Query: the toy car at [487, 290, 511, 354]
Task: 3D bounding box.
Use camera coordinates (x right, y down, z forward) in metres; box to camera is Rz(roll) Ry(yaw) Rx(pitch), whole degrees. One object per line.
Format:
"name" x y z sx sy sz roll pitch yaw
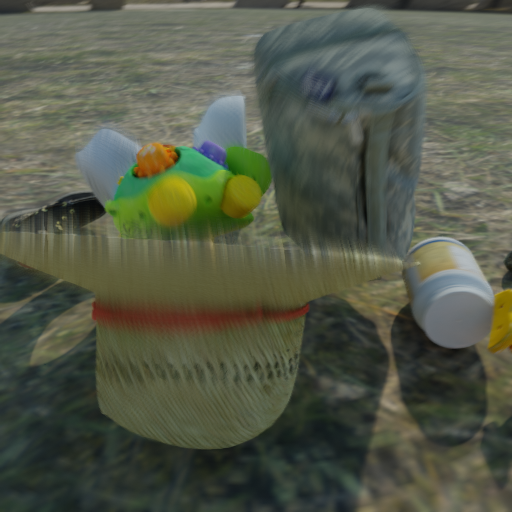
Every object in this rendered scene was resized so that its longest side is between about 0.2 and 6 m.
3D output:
"toy car" 3.226 1.485 4.358 1.407 2.074 4.228 32 37 -7

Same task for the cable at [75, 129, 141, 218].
"cable" -1.760 -0.850 8.184 2.045 2.045 0.708 38 71 20

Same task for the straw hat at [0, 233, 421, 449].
"straw hat" -0.495 0.805 5.314 4.200 1.778 4.200 4 0 0

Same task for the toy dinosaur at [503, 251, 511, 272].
"toy dinosaur" 4.036 0.078 8.288 0.813 0.611 1.589 11 35 43

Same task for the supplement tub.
"supplement tub" 2.404 0.444 7.065 0.957 0.957 1.323 2 28 4

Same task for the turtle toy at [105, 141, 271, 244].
"turtle toy" -0.687 -0.699 6.250 2.126 1.549 1.075 -10 74 -36

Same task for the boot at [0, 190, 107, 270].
"boot" -3.105 -0.430 8.947 1.785 0.653 1.344 -17 32 -22

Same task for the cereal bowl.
"cereal bowl" -0.580 -1.668 9.472 0.839 2.016 2.016 -2 29 1

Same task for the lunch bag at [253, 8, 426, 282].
"lunch bag" 1.157 -1.373 7.109 1.999 2.869 2.407 -14 43 -3
